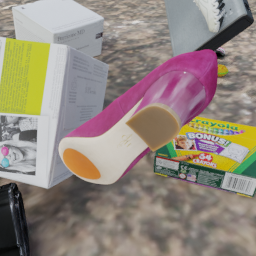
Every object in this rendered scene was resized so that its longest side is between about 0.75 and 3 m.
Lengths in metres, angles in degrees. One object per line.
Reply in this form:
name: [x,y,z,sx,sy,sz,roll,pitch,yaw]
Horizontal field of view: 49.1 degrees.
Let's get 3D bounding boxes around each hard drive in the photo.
hard drive: [1.886,-3.272,7.263,0.489,2.074,2.973,15,58,-34]

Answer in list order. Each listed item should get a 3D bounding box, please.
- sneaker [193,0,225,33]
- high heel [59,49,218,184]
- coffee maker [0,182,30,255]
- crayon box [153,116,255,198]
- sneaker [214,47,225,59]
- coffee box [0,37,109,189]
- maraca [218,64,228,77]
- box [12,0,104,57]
sneaker: [1.575,-2.865,5.864,0.712,1.757,0.660,-6,25,33]
high heel: [-0.005,-0.089,3.970,0.963,2.859,1.372,45,52,-5]
coffee maker: [-2.798,1.572,4.330,2.237,2.148,1.506,-12,22,-19]
crayon box: [1.989,0.531,6.969,2.284,0.666,1.970,12,38,15]
sneaker: [3.651,-3.343,12.392,1.363,0.548,0.589,3,38,6]
coffee box: [-2.061,-0.451,6.058,2.455,2.482,2.478,10,6,12]
maraca: [3.503,-2.260,10.977,0.837,0.448,0.574,7,35,13]
box: [-2.929,-4.105,11.985,2.711,1.772,2.697,37,49,24]
